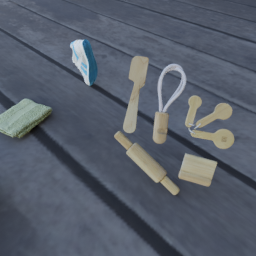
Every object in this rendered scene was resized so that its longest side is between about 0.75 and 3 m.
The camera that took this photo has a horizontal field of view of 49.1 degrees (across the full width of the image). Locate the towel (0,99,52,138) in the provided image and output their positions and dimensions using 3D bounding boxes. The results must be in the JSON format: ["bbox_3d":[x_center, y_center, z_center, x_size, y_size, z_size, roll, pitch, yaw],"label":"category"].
[{"bbox_3d":[-2.681,-0.275,7.064,1.012,0.249,1.364,19,41,22],"label":"towel"}]

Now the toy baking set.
[{"bbox_3d":[0.767,-0.045,5.361,2.618,2.010,0.305,40,10,5],"label":"toy baking set"}]

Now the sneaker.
[{"bbox_3d":[-1.285,-1.911,8.243,0.547,1.355,0.518,5,31,28],"label":"sneaker"}]
